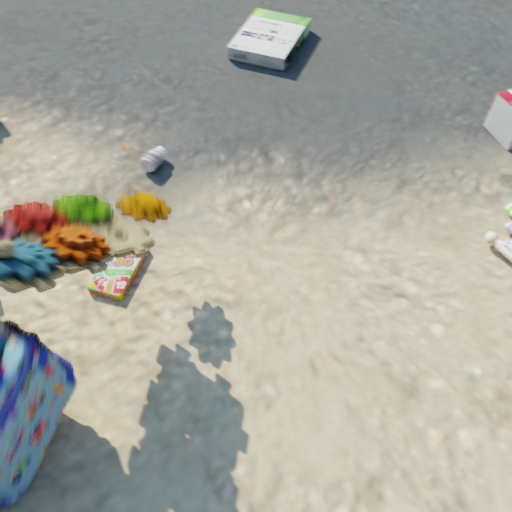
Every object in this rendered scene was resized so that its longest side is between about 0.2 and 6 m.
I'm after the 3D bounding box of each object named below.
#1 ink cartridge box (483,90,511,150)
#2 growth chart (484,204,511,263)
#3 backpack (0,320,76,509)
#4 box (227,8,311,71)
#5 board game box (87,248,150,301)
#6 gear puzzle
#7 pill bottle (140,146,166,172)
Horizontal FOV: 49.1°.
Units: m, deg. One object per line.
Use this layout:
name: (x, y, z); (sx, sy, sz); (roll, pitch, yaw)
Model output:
ink cartridge box: (5.680, -2.945, 11.788); (1.233, 0.896, 0.892); (-17, 53, -13)
growth chart: (5.888, -0.472, 10.172); (3.599, 0.319, 2.605); (-30, 56, -23)
backpack: (-3.727, 1.692, 6.591); (1.819, 2.704, 2.469); (17, 65, 16)
box: (0.360, -5.542, 14.270); (1.528, 0.385, 2.118); (17, 54, 14)
board game box: (-2.355, 0.178, 9.722); (0.610, 0.191, 1.276); (14, 49, 10)
gear puzzle: (-2.389, -0.471, 7.869); (1.764, 0.446, 3.407); (30, 29, 25)
pill bottle: (-2.070, -1.972, 11.351); (0.327, 0.327, 0.546); (24, 51, 18)
